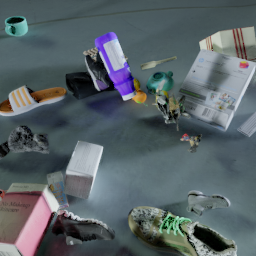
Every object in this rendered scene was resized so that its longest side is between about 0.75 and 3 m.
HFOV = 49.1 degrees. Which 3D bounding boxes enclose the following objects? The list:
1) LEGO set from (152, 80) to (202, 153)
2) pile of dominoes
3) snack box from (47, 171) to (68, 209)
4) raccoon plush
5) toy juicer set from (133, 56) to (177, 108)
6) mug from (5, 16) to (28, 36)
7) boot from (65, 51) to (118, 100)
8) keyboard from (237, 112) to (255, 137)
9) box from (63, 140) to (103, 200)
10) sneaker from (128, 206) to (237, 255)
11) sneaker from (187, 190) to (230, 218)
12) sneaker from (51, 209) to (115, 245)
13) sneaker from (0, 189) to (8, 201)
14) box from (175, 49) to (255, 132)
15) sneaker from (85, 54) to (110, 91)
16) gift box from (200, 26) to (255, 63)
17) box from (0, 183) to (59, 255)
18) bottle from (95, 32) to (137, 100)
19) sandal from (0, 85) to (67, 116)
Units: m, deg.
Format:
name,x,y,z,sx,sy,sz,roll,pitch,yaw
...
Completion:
name,x,y,z,sx,sy,sz,roll,pitch,yaw
LEGO set,1.510,-0.330,9.166,0.718,2.535,1.646,-18,4,39
pile of dominoes,-1.186,-3.641,14.440,1.486,0.303,1.906,44,52,17
snack box,-2.123,1.850,8.389,0.461,0.156,1.283,-13,43,-14
raccoon plush,-3.491,0.771,9.435,1.210,0.874,1.807,39,83,18
toy juicer set,1.077,-1.992,12.327,1.895,0.810,2.978,2,50,17
mug,-6.729,-5.985,16.718,1.420,0.878,1.167,-30,51,-27
boot,-1.649,-2.516,12.537,2.399,1.090,2.855,-13,53,-19
keyboard,4.868,-0.225,10.793,0.501,0.095,1.781,33,51,32
box,-1.313,1.231,8.232,0.779,1.192,1.186,16,42,-3
sneaker,1.345,2.480,6.823,2.881,1.277,1.108,18,45,20
sneaker,2.218,2.185,7.818,1.170,0.440,0.673,9,42,18
sneaker,-1.198,2.691,7.160,1.743,0.579,0.789,12,46,18
sneaker,-3.352,1.908,7.927,0.424,0.680,1.268,31,50,30
box,3.325,-1.565,10.952,2.236,0.591,2.869,23,77,24
sneaker,-1.156,-2.260,11.071,0.649,1.483,0.562,-18,19,16
gift box,4.466,-3.167,12.368,2.008,2.032,2.176,-12,6,-8
box,-2.680,2.347,7.008,1.128,0.962,1.765,-2,37,14
bottle,-0.396,-2.335,10.760,0.831,2.545,1.063,-21,13,12
sandal,-3.982,-1.398,11.553,2.917,0.836,1.117,-22,46,-23
